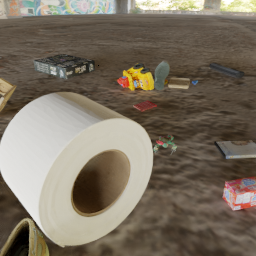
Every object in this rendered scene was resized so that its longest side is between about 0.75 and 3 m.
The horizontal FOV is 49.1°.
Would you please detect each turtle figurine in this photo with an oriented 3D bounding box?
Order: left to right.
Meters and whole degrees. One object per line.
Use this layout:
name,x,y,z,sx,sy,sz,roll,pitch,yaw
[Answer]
turtle figurine,1.086,0.447,8.079,0.657,0.442,0.878,4,22,8

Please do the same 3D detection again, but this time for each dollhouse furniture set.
dollhouse furniture set,-5.214,-1.125,9.895,1.608,1.529,1.310,32,21,-18

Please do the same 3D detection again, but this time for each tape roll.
tape roll,-0.946,0.682,5.371,2.456,2.456,1.686,-21,35,-35

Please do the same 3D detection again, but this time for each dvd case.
dvd case,3.208,0.598,8.098,1.180,0.104,0.842,-2,28,-4

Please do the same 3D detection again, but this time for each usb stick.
usb stick,5.249,-3.102,14.976,0.600,0.353,2.163,-13,30,-23

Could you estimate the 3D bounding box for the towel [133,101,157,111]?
towel,0.669,-0.858,10.933,0.780,0.088,0.564,-21,36,-32

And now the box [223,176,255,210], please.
box,2.628,1.407,6.127,0.948,0.472,0.452,-7,28,-12

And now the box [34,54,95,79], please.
box,-3.480,-3.442,15.374,2.656,0.578,2.128,19,33,33

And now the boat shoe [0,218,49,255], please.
boat shoe,-1.719,2.343,3.757,0.925,0.982,2.580,-3,27,-5

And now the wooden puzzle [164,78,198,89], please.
wooden puzzle,2.412,-2.111,13.277,1.632,0.191,1.101,10,33,19

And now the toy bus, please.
toy bus,0.304,-2.156,12.628,1.397,0.987,1.455,-23,36,-14

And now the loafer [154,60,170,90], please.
loafer,1.138,-1.845,9.512,0.455,1.267,0.399,15,55,4
